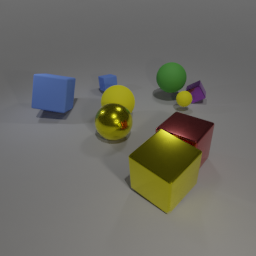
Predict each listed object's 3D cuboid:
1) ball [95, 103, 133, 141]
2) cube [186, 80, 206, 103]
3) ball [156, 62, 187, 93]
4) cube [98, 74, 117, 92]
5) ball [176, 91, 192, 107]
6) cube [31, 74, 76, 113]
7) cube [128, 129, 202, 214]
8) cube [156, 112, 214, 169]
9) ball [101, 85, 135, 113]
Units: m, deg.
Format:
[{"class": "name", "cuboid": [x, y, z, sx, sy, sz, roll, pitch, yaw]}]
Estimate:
[{"class": "ball", "cuboid": [-0.524, -0.234, 10.332, 1.400, 1.400, 1.400, 0, 31, 0]}, {"class": "cube", "cuboid": [3.210, -1.704, 13.217, 0.700, 0.700, 0.700, -23, 21, 28]}, {"class": "ball", "cuboid": [2.026, -2.353, 13.093, 1.400, 1.400, 1.400, 0, 31, 0]}, {"class": "cube", "cuboid": [-0.995, -2.249, 13.956, 0.700, 0.700, 0.700, -16, 24, -25]}, {"class": "ball", "cuboid": [2.475, -1.286, 12.342, 0.700, 0.700, 0.700, 0, 31, 0]}, {"class": "cube", "cuboid": [-3.142, -1.517, 11.960, 1.400, 1.400, 1.400, 9, 12, 1]}, {"class": "cube", "cuboid": [1.006, 1.163, 7.720, 1.400, 1.400, 1.400, 30, 53, 32]}, {"class": "cube", "cuboid": [1.806, 0.504, 9.125, 1.400, 1.400, 1.400, 20, 37, 30]}, {"class": "ball", "cuboid": [-0.412, -1.062, 11.539, 1.400, 1.400, 1.400, 0, 31, 0]}]
